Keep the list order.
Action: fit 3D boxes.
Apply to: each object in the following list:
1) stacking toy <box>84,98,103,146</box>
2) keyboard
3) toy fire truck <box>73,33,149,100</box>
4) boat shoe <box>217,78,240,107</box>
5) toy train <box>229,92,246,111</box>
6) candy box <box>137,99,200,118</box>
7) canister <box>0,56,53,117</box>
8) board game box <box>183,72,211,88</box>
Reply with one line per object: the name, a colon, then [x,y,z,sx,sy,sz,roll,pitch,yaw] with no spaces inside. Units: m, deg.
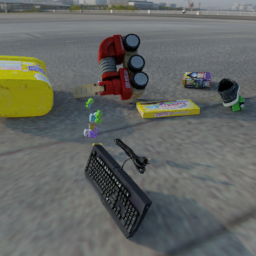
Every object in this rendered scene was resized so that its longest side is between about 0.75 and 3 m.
stacking toy: [-0.770,-0.061,6.481,0.253,1.078,0.813,-5,30,-24]
keyboard: [-0.200,0.771,4.646,0.193,1.191,1.875,17,14,-37]
toy fire truck: [-0.737,-1.909,9.621,2.402,2.115,1.546,-9,-11,-12]
boat shoe: [3.201,-1.320,9.085,0.646,0.574,1.730,-21,22,33]
toy train: [3.487,-1.045,9.459,0.495,0.367,1.757,-15,26,11]
candy box: [1.236,-0.626,8.795,1.796,0.237,0.918,-5,28,-10]
canister: [-3.695,-1.441,9.220,2.194,1.279,2.955,-3,26,-22]
board game box: [2.843,-1.990,11.524,1.076,0.369,1.302,2,24,16]
